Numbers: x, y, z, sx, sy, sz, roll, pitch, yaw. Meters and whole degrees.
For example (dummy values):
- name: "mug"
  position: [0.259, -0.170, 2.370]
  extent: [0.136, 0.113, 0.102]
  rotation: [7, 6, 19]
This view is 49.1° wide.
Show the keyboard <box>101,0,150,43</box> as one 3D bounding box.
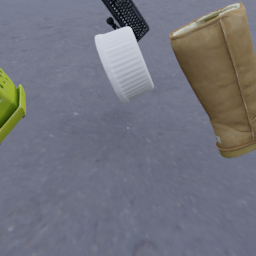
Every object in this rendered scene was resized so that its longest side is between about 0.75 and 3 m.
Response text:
- name: "keyboard"
  position: [-0.116, -3.108, 7.852]
  extent: [0.968, 1.611, 0.207]
  rotation: [-44, 32, -2]

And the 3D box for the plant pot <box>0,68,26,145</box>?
- name: "plant pot"
  position: [-1.988, -0.338, 3.910]
  extent: [0.958, 0.874, 0.963]
  rotation: [-47, 34, 10]

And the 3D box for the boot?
- name: "boot"
  position: [1.917, -0.783, 4.261]
  extent: [1.950, 2.226, 0.736]
  rotation: [-26, 22, 2]

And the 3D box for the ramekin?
- name: "ramekin"
  position: [-0.040, -1.632, 7.192]
  extent: [0.921, 1.890, 1.890]
  rotation: [-22, 34, 8]
